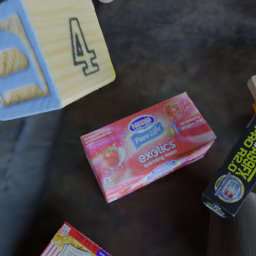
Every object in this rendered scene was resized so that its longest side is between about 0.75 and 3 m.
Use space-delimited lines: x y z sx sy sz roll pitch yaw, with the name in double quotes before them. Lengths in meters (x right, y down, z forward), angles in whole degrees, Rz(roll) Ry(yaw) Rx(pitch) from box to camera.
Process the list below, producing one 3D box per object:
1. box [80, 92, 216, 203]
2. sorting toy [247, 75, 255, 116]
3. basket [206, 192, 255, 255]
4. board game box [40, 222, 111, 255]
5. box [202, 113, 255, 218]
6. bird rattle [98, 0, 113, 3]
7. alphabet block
"box" 0.456 0.467 6.853 2.820 1.335 1.447 -23 66 -11
"sorting toy" 4.914 -0.155 7.340 2.878 1.008 2.896 -11 64 -6
"basket" 2.386 2.353 6.053 1.599 1.206 1.773 -6 58 17
"board game box" -1.371 3.143 6.072 1.283 0.392 1.694 30 68 14
"box" 1.990 0.618 4.796 0.514 2.321 1.860 34 83 22
"bird rattle" -0.919 -4.926 9.905 1.064 0.735 1.305 43 73 1
"alphabet block" -1.692 -1.433 5.628 1.892 1.902 1.937 -7 20 30
